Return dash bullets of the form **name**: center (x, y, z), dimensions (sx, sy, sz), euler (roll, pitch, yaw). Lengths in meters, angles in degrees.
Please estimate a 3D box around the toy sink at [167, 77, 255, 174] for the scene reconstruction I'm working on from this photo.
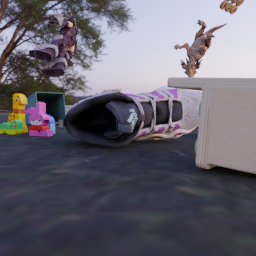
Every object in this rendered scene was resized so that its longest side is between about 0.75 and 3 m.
- **toy sink**: center (1.286, -0.028, 2.887), dimensions (1.610, 0.902, 1.050), euler (9, 9, 38)

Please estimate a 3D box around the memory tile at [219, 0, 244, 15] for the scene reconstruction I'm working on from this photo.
- **memory tile**: center (3.471, -4.160, 8.731), dimensions (0.931, 1.215, 0.102), euler (-1, 49, -43)

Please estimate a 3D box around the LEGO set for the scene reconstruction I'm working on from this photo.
- **LEGO set**: center (-2.747, -0.373, 7.089), dimensions (2.495, 1.024, 0.952), euler (2, 3, 23)

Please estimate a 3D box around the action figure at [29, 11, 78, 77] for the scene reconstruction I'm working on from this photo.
- **action figure**: center (-1.985, -2.483, 8.189), dimensions (0.791, 1.484, 2.281), euler (0, 43, 12)

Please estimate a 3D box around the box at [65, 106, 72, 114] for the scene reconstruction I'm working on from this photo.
- **box**: center (-2.002, -0.667, 13.328), dimensions (1.528, 0.788, 2.620), euler (2, 4, 26)

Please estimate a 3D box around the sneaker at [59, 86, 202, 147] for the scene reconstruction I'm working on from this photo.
- **sneaker**: center (0.207, -0.150, 4.696), dimensions (2.723, 1.059, 1.905), euler (-9, 5, 2)

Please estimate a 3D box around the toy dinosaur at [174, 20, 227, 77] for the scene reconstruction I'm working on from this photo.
- **toy dinosaur**: center (2.918, -3.248, 11.541), dimensions (1.104, 2.573, 1.744), euler (40, 2, 24)

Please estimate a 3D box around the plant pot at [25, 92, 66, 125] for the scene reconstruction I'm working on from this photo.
- **plant pot**: center (-3.479, -0.675, 11.235), dimensions (1.189, 1.188, 1.682), euler (-4, -4, -45)
